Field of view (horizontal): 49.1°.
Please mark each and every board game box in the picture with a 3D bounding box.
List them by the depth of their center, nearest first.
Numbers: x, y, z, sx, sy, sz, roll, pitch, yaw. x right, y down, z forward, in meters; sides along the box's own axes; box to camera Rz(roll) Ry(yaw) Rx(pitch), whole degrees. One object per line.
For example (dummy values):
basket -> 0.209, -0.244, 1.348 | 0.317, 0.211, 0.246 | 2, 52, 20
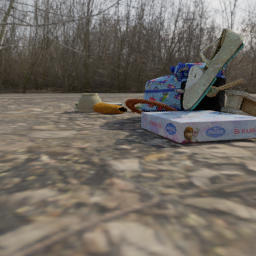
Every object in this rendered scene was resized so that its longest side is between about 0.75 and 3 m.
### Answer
board game box -> 1.770, -0.107, 7.093 | 2.266, 0.466, 2.260 | -3, 9, -17

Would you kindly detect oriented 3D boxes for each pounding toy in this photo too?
pounding toy -> 3.375, -0.857, 7.946 | 2.155, 1.236, 1.232 | 17, 2, 4

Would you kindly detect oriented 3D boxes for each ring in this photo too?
ring -> 0.779, -0.524, 8.993 | 1.849, 0.177, 1.849 | 14, -11, 3

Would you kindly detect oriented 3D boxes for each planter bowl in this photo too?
planter bowl -> -1.794, -1.215, 13.267 | 1.270, 0.855, 1.270 | 1, 8, 0

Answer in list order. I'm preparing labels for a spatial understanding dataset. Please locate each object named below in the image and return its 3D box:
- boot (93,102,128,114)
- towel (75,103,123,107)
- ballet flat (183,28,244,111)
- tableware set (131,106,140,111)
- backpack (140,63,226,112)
boot -> -0.751, -0.854, 12.142 | 1.329, 0.468, 0.951 | -2, 7, -41
towel -> -1.609, -1.209, 15.325 | 1.700, 0.350, 2.278 | -4, 7, -41
ballet flat -> 2.202, -1.685, 7.935 | 0.820, 2.629, 0.887 | 39, -4, -5
tableware set -> 0.938, -0.885, 13.147 | 1.941, 0.298, 1.307 | 5, 7, 35
backpack -> 1.949, -1.316, 10.197 | 2.966, 1.995, 2.708 | 1, 9, 17
